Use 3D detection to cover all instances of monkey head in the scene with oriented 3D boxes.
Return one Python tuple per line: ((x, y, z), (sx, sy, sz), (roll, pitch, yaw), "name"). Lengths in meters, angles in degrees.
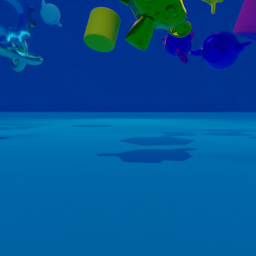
((1.135, -2.182, 6.985), (0.945, 0.792, 1.314), (3, 39, -28), "monkey head")
((2.366, -3.890, 7.887), (0.931, 1.546, 1.112), (-21, -12, 4), "monkey head")
((0.328, -1.665, 4.135), (1.409, 1.014, 0.849), (29, 14, -11), "monkey head")

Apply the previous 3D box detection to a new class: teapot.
((2.636, -2.242, 7.986), (1.782, 1.108, 0.872), (1, 4, 34), "teapot")
((-2.851, -4.234, 10.307), (0.716, 1.151, 0.564), (-30, 21, 20), "teapot")

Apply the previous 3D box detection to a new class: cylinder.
((-0.996, -3.802, 10.897), (1.213, 1.213, 1.213), (11, -16, 3), "cylinder")

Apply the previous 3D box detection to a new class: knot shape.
((-3.386, -2.341, 8.784), (1.465, 0.723, 1.566), (24, -21, 5), "knot shape")

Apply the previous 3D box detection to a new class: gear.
((-2.498, -2.360, 5.803), (0.220, 1.189, 1.189), (3, 5, 40), "gear")

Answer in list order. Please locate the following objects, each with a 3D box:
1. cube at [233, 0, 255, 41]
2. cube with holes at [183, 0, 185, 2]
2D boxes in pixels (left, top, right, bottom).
((3.115, -2.377, 5.838), (1.089, 1.089, 1.089), (13, 15, -15), "cube")
((0.652, -2.760, 5.980), (0.823, 0.823, 0.823), (39, 28, 6), "cube with holes")
